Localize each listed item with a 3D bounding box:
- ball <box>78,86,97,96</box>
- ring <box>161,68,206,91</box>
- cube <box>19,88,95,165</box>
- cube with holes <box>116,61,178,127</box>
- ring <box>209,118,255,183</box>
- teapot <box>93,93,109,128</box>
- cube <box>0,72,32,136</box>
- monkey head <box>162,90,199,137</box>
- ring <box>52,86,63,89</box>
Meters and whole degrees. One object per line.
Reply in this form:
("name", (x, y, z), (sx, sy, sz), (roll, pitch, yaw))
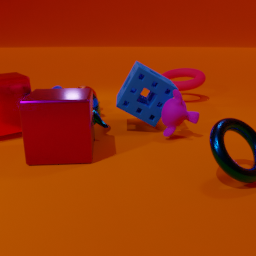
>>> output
("ball", (-1.516, -1.032, 9.803), (0.885, 0.885, 0.885), (0, 18, 0))
("ring", (2.209, -2.022, 11.570), (1.932, 0.386, 1.932), (-7, 29, 4))
("cube", (-1.437, -0.086, 6.067), (1.334, 1.334, 1.334), (-1, 18, -4))
("cube with holes", (0.478, -0.974, 7.761), (1.185, 1.185, 1.185), (27, 17, -11))
("ring", (1.981, 0.375, 4.982), (1.232, 1.232, 0.246), (-11, -21, -31))
("teapot", (-1.219, -0.359, 7.513), (1.233, 0.971, 1.983), (-48, 33, -20))
("cube", (-3.315, -0.646, 7.273), (1.369, 1.369, 1.369), (-14, 21, -30))
("monkey head", (1.283, -0.335, 6.992), (0.853, 1.186, 0.715), (19, 14, 33))
("ring", (-2.228, -0.642, 7.807), (0.249, 1.247, 1.247), (36, 1, -28))
